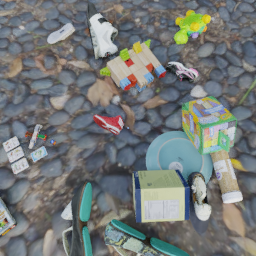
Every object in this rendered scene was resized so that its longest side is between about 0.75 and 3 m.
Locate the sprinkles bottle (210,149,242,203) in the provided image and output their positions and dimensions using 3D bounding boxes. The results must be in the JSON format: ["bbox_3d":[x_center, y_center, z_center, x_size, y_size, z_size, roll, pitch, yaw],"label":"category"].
[{"bbox_3d":[3.584,1.723,10.300,0.668,0.668,1.959,-7,64,-3],"label":"sprinkles bottle"}]

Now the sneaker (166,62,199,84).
[{"bbox_3d":[2.322,-2.417,12.376,1.481,0.595,0.640,22,77,16],"label":"sneaker"}]

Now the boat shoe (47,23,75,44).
[{"bbox_3d":[-3.177,-4.445,13.399,1.418,0.466,0.510,-35,70,7],"label":"boat shoe"}]

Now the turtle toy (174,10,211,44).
[{"bbox_3d":[2.937,-4.717,13.246,1.887,0.954,1.375,-37,46,-13],"label":"turtle toy"}]

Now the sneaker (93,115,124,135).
[{"bbox_3d":[-0.745,-0.303,11.455,1.259,0.493,0.727,35,60,2],"label":"sneaker"}]

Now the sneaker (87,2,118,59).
[{"bbox_3d":[-1.204,-4.637,13.203,1.314,1.100,2.969,-12,74,-6],"label":"sneaker"}]

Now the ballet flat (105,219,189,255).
[{"bbox_3d":[0.548,3.999,9.158,2.896,1.075,1.075,22,66,13],"label":"ballet flat"}]

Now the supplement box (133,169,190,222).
[{"bbox_3d":[1.033,2.199,9.337,1.670,1.672,1.123,-2,100,-1],"label":"supplement box"}]

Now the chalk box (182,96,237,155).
[{"bbox_3d":[3.029,0.023,10.305,1.348,1.355,2.178,-14,38,-7],"label":"chalk box"}]

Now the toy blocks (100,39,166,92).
[{"bbox_3d":[0.373,-2.442,12.140,2.604,1.301,1.780,-32,80,-15],"label":"toy blocks"}]

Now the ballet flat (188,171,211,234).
[{"bbox_3d":[2.449,2.479,9.566,0.764,0.764,2.092,0,67,0],"label":"ballet flat"}]

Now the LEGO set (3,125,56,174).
[{"bbox_3d":[-3.784,0.747,11.024,1.914,0.470,1.430,-31,68,-2],"label":"LEGO set"}]

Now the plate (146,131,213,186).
[{"bbox_3d":[1.987,1.233,10.723,2.595,0.332,2.595,0,64,-1],"label":"plate"}]

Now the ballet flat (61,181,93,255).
[{"bbox_3d":[-1.748,3.237,9.439,0.978,0.972,2.859,-8,64,9],"label":"ballet flat"}]

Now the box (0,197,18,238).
[{"bbox_3d":[-5.250,3.413,9.579,2.345,0.468,1.606,-36,69,-16],"label":"box"}]
